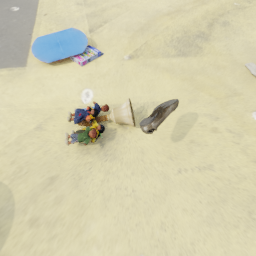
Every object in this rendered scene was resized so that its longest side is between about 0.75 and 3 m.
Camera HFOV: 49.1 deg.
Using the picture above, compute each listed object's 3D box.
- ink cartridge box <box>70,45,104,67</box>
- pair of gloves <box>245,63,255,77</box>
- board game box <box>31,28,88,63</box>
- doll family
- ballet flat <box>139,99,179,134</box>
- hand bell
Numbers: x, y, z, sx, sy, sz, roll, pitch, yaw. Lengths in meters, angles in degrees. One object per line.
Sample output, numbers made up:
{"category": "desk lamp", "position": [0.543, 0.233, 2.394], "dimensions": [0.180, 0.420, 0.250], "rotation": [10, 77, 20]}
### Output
{"category": "ink cartridge box", "position": [-1.652, -2.990, 11.382], "dimensions": [0.737, 0.259, 1.234], "rotation": [36, 56, 27]}
{"category": "pair of gloves", "position": [5.280, -2.256, 10.735], "dimensions": [1.275, 0.223, 1.084], "rotation": [-9, 49, -7]}
{"category": "board game box", "position": [-2.747, -3.260, 11.517], "dimensions": [2.286, 0.445, 1.806], "rotation": [-20, 56, -10]}
{"category": "doll family", "position": [-1.175, -0.186, 8.481], "dimensions": [1.148, 0.779, 1.986], "rotation": [-14, 54, 13]}
{"category": "ballet flat", "position": [0.875, -0.316, 7.372], "dimensions": [0.575, 0.396, 1.707], "rotation": [-12, 20, 42]}
{"category": "hand bell", "position": [-0.724, -0.320, 8.773], "dimensions": [1.776, 0.925, 0.925], "rotation": [-10, 48, 6]}
